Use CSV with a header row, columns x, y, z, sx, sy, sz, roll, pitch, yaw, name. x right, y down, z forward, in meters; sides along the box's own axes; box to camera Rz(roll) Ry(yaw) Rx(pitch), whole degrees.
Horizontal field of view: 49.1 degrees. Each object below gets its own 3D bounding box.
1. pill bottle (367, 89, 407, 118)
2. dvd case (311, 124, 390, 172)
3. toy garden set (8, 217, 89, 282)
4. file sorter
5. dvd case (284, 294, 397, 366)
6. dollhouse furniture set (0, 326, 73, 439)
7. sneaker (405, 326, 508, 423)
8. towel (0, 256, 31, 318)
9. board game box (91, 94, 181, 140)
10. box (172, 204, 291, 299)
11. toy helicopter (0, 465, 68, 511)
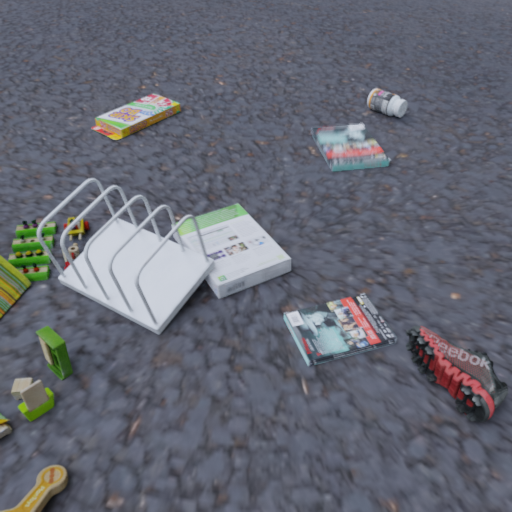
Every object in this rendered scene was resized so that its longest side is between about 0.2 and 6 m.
x,y,z,sx,sy,sz,roll,pitch,yaw,name
3.419,-3.972,14.603,0.944,0.549,0.549,31,49,32,pill bottle
2.171,-2.577,13.168,1.361,0.205,1.865,-7,41,-9,dvd case
-3.765,-0.204,10.155,1.340,0.321,1.607,-7,40,-8,toy garden set
-2.101,-0.120,8.968,2.228,1.387,1.546,22,57,26,file sorter
1.279,1.115,8.675,1.450,0.160,1.058,-11,40,-15,dvd case
-3.358,1.780,7.414,0.927,0.716,1.854,31,48,33,dollhouse furniture set
2.812,1.534,7.829,0.795,0.575,1.628,-21,46,-23,sneaker
-4.572,0.898,8.348,1.166,0.245,2.710,43,39,-16,towel
-3.077,-3.582,14.351,1.041,0.327,2.179,27,49,31,board game box
-0.482,-0.155,10.084,1.432,0.361,1.985,-20,44,-22,box
-2.545,2.928,6.167,0.992,0.592,1.500,8,29,17,toy helicopter
